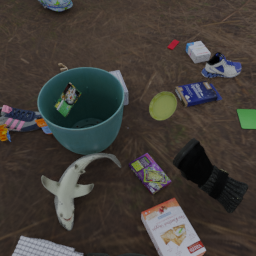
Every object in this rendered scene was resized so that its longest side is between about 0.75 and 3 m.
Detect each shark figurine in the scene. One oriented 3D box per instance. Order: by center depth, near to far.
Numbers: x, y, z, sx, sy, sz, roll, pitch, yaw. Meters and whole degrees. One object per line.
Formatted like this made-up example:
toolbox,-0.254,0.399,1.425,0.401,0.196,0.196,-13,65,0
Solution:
shark figurine,-1.624,1.524,8.909,1.699,1.187,2.843,43,65,-9

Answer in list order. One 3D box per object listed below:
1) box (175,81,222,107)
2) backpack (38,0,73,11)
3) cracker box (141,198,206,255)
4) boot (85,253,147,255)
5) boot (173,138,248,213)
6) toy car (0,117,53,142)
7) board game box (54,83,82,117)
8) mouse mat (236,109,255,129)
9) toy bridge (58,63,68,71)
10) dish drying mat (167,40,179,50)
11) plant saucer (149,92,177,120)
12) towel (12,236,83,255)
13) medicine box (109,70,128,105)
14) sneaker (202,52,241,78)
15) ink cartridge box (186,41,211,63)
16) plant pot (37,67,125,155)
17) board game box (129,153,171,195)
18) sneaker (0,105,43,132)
box,2.981,-1.467,11.754,1.739,0.282,1.053,-12,52,-11
backpack,-4.161,-7.632,15.973,1.939,1.827,2.376,-30,30,-29
cracker box,1.242,2.993,7.962,1.136,0.489,1.696,-20,54,-15
boot,-0.216,3.969,7.145,2.061,0.698,1.346,-3,55,7
boot,2.303,1.321,7.604,1.838,2.459,0.925,38,85,30
toy car,-3.514,0.025,10.472,2.405,1.180,0.800,-12,95,8
board game box,-1.820,-0.839,8.427,0.506,0.965,0.113,42,26,6
mouse mat,4.773,-0.359,11.000,0.856,0.040,1.064,2,52,2
toy bridge,-2.934,-2.681,12.833,0.315,0.128,0.939,-15,52,-16
dish drying mat,2.280,-4.192,14.106,0.308,0.073,0.802,26,54,19
plant saucer,1.028,-0.619,8.077,0.884,0.137,0.884,-14,64,31
towel,-2.159,3.776,7.156,1.881,0.805,1.557,10,50,11
medicine box,-0.875,-1.538,11.476,1.502,0.773,1.368,-13,52,-9
sneaker,4.212,-2.793,12.354,1.752,1.012,0.708,-6,52,-5
ink cartridge box,3.345,-3.627,13.392,0.773,0.453,1.070,-13,51,-11
plant pot,-1.424,-0.356,9.587,2.706,2.172,2.706,-1,52,1
board game box,0.718,1.515,9.376,0.806,0.217,1.343,-30,57,-17
sneaker,-4.213,-0.419,10.445,2.331,0.956,0.818,-4,51,-3
